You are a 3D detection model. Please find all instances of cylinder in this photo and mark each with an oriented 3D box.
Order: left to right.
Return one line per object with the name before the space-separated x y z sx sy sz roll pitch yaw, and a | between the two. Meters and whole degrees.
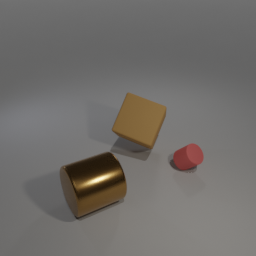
cylinder | -0.961 1.497 7.627 1.400 1.400 1.400 -16 33 -27
cylinder | 1.940 0.932 9.021 0.700 0.700 0.700 14 61 -26

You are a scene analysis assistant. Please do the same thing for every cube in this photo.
cube | 0.429 -0.201 9.706 1.400 1.400 1.400 22 -6 9
